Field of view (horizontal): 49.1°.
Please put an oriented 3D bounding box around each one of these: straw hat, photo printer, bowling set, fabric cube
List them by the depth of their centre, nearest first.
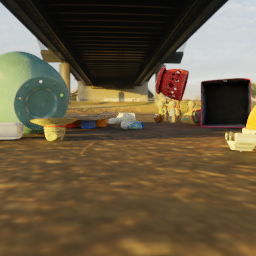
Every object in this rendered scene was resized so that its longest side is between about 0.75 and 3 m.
[{"bbox_3d":[-1.891,0.059,7.264,1.293,0.547,1.293,-2,-3,0],"label":"straw hat"},{"bbox_3d":[-3.557,0.079,7.539,1.297,0.451,1.079,-1,4,-13],"label":"photo printer"},{"bbox_3d":[4.388,-1.074,12.500,2.016,2.055,2.049,0,4,22],"label":"fabric cube"},{"bbox_3d":[2.424,-1.086,16.285,1.971,1.520,2.832,-3,5,-43],"label":"bowling set"}]

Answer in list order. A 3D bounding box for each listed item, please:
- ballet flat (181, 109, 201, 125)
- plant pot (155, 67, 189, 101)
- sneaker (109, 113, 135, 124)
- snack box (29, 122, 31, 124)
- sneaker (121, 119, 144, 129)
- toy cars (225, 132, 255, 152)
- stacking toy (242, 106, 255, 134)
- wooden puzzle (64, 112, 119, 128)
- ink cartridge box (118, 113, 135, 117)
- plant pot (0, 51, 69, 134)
[{"bbox_3d":[3.762,-0.626,14.438,2.812,0.965,0.886,-3,-7,-44],"label":"ballet flat"},{"bbox_3d":[1.727,-1.772,11.032,1.115,1.225,1.225,17,9,16],"label":"plant pot"},{"bbox_3d":[-0.181,-0.411,14.151,1.559,0.586,0.690,2,-7,37],"label":"sneaker"},{"bbox_3d":[-4.346,-0.266,13.001,0.961,0.358,1.351,-3,5,-35],"label":"snack box"},{"bbox_3d":[0.227,-0.151,11.083,0.572,0.412,1.089,4,5,41],"label":"sneaker"},{"bbox_3d":[2.436,0.304,4.899,0.884,0.437,1.972,5,-2,-31],"label":"toy cars"},{"bbox_3d":[3.864,-1.103,6.559,2.160,2.957,2.160,0,3,0],"label":"stacking toy"},{"bbox_3d":[-1.981,-0.311,12.393,2.711,0.628,2.511,-4,3,15],"label":"wooden puzzle"},{"bbox_3d":[-0.131,-0.569,15.779,0.962,0.563,1.331,0,3,-4],"label":"ink cartridge box"},{"bbox_3d":[-3.184,-1.028,9.112,2.693,2.693,2.161,-3,19,-37],"label":"plant pot"}]
